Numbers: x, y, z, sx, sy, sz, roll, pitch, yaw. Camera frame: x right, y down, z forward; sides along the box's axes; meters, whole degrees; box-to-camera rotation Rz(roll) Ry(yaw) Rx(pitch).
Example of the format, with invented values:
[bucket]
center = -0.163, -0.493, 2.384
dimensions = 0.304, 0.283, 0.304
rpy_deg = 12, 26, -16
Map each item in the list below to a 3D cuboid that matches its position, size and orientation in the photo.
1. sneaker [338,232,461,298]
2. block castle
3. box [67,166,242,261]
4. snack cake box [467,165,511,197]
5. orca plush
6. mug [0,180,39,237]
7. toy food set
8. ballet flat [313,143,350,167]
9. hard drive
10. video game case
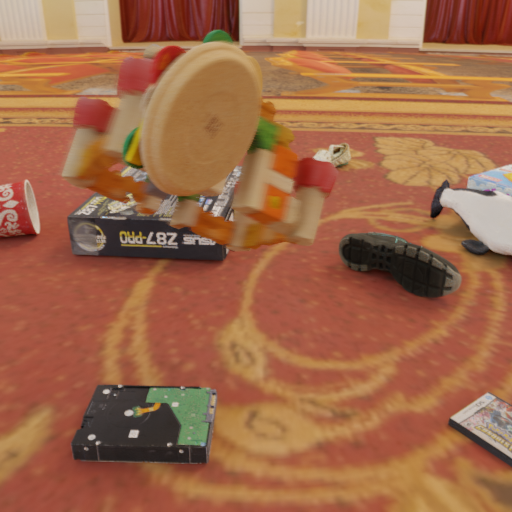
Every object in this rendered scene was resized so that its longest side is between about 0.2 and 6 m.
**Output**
[sneaker]
center = 2.461, 0.000, 9.360
dimensions = 0.877, 0.834, 2.213
rpy_deg = -20, 32, -39
[block castle]
center = -0.577, -1.062, 6.233
dimensions = 2.690, 1.262, 1.798
rpy_deg = 23, -17, -32
[box]
center = -1.749, -1.055, 11.518
dimensions = 2.924, 0.891, 3.628
rpy_deg = 4, 25, 5
[snack cake box]
center = 5.863, -0.932, 11.150
dimensions = 1.651, 0.964, 2.871
rpy_deg = -19, 32, -33
[orca plush]
center = 4.551, -0.511, 10.821
dimensions = 1.503, 1.016, 2.857
rpy_deg = -56, 32, -7
[mug]
center = -5.196, -0.729, 11.032
dimensions = 1.619, 1.437, 1.080
rpy_deg = -11, 63, -13
[toy food set]
center = -0.453, -1.120, 4.562
dimensions = 0.326, 1.339, 1.325
rpy_deg = 33, 12, 29
[ballet flat]
center = 1.916, -2.653, 15.214
dimensions = 0.674, 0.623, 1.999
rpy_deg = 17, 30, 32
[hard drive]
center = -1.170, 1.822, 6.138
dimensions = 1.416, 0.268, 0.990
rpy_deg = 0, 25, 1
[video game case]
center = 2.710, 1.897, 6.163
dimensions = 0.779, 0.110, 0.862
rpy_deg = -17, 30, -33
